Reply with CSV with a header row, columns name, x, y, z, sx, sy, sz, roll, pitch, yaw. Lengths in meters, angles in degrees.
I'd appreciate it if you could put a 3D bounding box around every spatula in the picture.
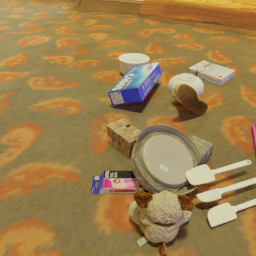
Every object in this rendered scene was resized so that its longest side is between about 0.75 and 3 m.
name,x,y,z,sx,sy,sz,roll,pitch,yaw
spatula,2.825,1.590,7.645,2.287,0.184,1.590,-12,55,-20

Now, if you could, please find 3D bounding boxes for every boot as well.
name,x,y,z,sx,sy,sz,roll,pitch,yaw
boot,2.162,-1.362,11.123,1.969,0.717,1.531,28,12,-41

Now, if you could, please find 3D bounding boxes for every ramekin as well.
name,x,y,z,sx,sy,sz,roll,pitch,yaw
ramekin,0.309,-3.242,14.392,1.561,0.761,1.561,0,33,0

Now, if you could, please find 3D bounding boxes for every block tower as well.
name,x,y,z,sx,sy,sz,roll,pitch,yaw
block tower,0.400,0.651,8.945,0.770,0.719,2.663,-25,43,-29

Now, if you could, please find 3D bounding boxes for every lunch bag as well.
name,x,y,z,sx,sy,sz,roll,pitch,yaw
lunch bag,2.077,0.767,8.898,0.838,0.601,1.021,27,47,36

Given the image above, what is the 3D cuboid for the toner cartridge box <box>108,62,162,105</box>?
name,x,y,z,sx,sy,sz,roll,pitch,yaw
toner cartridge box,0.393,-2.001,12.350,1.417,0.644,2.983,-4,29,26

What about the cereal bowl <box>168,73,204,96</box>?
name,x,y,z,sx,sy,sz,roll,pitch,yaw
cereal bowl,2.657,-2.043,12.817,1.642,0.684,1.642,0,34,0

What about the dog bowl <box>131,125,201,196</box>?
name,x,y,z,sx,sy,sz,roll,pitch,yaw
dog bowl,1.056,0.964,7.921,2.139,0.627,2.139,11,54,-15

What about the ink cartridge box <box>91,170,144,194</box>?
name,x,y,z,sx,sy,sz,roll,pitch,yaw
ink cartridge box,-0.302,1.552,8.088,1.518,0.281,0.719,-2,35,1

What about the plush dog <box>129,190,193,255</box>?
name,x,y,z,sx,sy,sz,roll,pitch,yaw
plush dog,0.780,2.011,6.462,1.572,1.350,1.261,1,35,2

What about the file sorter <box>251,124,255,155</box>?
name,x,y,z,sx,sy,sz,roll,pitch,yaw
file sorter,5.173,0.218,8.674,1.929,1.741,2.776,9,36,12

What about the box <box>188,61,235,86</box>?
name,x,y,z,sx,sy,sz,roll,pitch,yaw
box,4.218,-2.819,14.170,1.860,0.383,1.450,28,44,35
